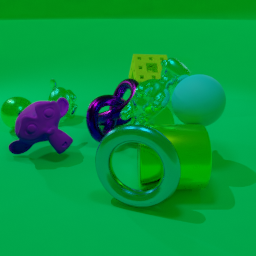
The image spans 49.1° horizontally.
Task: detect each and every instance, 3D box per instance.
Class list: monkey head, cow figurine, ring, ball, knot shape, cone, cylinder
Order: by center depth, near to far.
[{"bbox_3d":[0.156,0.718,5.160,1.638,1.638,0.328,8,18,17],"label":"ring"},{"bbox_3d":[0.886,0.591,5.804,1.340,1.340,1.340,0,24,0],"label":"cylinder"},{"bbox_3d":[1.556,-0.593,6.211,1.167,1.167,1.167,0,24,0],"label":"ball"},{"bbox_3d":[0.708,-0.855,6.763,0.947,1.726,1.698,42,40,3],"label":"cow figurine"},{"bbox_3d":[-2.082,0.027,7.098,1.997,1.437,1.203,-47,9,-16],"label":"monkey head"},{"bbox_3d":[0.417,-0.037,8.130,1.349,1.349,1.354,-12,0,-25],"label":"cone"},{"bbox_3d":[-0.436,-0.429,8.153,0.938,1.901,2.031,42,74,6],"label":"knot shape"},{"bbox_3d":[-3.368,-0.457,8.594,1.012,1.012,1.012,0,24,0],"label":"ball"},{"bbox_3d":[-2.324,-0.811,9.430,1.137,1.581,0.953,-18,-14,41],"label":"monkey head"}]

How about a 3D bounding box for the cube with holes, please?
[{"bbox_3d":[0.775,-1.825,10.391,1.245,1.245,1.245,-1,62,-9],"label":"cube with holes"}]
